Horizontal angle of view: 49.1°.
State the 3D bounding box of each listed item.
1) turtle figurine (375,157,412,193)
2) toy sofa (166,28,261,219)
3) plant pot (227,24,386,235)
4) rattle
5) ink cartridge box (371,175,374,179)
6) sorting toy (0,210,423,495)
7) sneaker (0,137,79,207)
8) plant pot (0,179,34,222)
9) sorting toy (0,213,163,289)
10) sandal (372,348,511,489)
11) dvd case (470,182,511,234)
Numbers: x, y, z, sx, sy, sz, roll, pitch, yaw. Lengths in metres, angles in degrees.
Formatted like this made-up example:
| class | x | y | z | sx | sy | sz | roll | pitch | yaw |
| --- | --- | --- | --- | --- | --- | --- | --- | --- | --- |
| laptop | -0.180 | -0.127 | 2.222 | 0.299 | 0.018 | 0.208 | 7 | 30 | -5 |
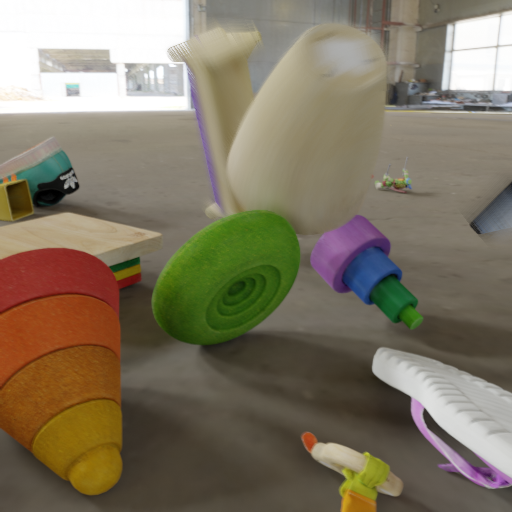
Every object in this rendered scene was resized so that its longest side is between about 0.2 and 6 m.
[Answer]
| class | x | y | z | sx | sy | sz | roll | pitch | yaw |
| --- | --- | --- | --- | --- | --- | --- | --- | --- | --- |
| turtle figurine | 3.155 | -1.845 | 12.863 | 0.852 | 0.878 | 0.632 | -13 | 32 | 55 |
| toy sofa | -0.495 | -1.801 | 7.917 | 1.219 | 2.499 | 1.035 | 16 | 41 | 36 |
| plant pot | 0.563 | -1.244 | 5.173 | 1.492 | 1.593 | 1.492 | 5 | 60 | -8 |
| rattle | 0.490 | 1.460 | 3.531 | 0.507 | 0.556 | 0.778 | 26 | -18 | -37 |
| ink cartridge box | 1.060 | -1.304 | 7.358 | 0.557 | 0.957 | 0.323 | -31 | 28 | 10 |
| sorting toy | -0.147 | 0.679 | 4.716 | 4.423 | 1.534 | 1.523 | -13 | 47 | -35 |
| sneaker | -4.679 | -1.472 | 11.525 | 2.977 | 1.190 | 1.063 | -7 | 29 | 47 |
| plant pot | -4.739 | -1.034 | 10.526 | 0.703 | 0.687 | 0.682 | -2 | 17 | 14 |
| sorting toy | -2.502 | 0.123 | 6.760 | 1.992 | 0.693 | 1.980 | 13 | 22 | 36 |
| sandal | 1.442 | 1.184 | 3.791 | 0.947 | 0.572 | 2.328 | 14 | 4 | -6 |
| dvd case | 2.651 | -0.682 | 4.945 | 1.592 | 1.136 | 0.140 | -10 | 55 | -44 |
